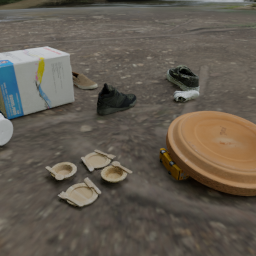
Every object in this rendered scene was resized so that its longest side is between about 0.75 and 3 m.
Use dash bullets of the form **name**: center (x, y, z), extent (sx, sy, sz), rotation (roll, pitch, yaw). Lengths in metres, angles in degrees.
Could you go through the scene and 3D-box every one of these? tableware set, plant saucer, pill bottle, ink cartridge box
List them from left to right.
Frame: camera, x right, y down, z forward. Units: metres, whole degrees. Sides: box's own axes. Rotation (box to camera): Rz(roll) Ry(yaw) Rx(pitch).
- **pill bottle**: center (-4.217, -0.077, 7.853), extent (1.911, 1.044, 1.044), rotation (13, 31, 22)
- **ink cartridge box**: center (-3.493, -1.722, 10.034), extent (2.522, 1.824, 1.856), rotation (-20, 33, -32)
- **tableware set**: center (-0.907, 1.072, 6.593), extent (1.865, 0.216, 1.558), rotation (-23, 36, -35)
- **plant saucer**: center (2.455, 0.399, 7.016), extent (2.973, 0.480, 2.973), rotation (6, 35, -4)

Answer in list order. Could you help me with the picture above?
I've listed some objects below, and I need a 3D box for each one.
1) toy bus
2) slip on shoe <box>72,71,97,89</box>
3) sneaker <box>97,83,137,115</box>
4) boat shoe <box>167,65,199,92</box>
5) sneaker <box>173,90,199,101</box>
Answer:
- **toy bus**: center (1.104, 0.855, 6.884), extent (0.383, 0.318, 0.977), rotation (-9, 30, -15)
- **slip on shoe**: center (-2.009, -2.088, 12.134), extent (1.652, 0.501, 0.628), rotation (24, 36, 36)
- **sneaker**: center (-0.351, -1.132, 9.899), extent (1.715, 0.982, 0.656), rotation (-18, 35, -33)
- **boat shoe**: center (2.426, -2.298, 12.206), extent (0.887, 0.799, 2.509), rotation (-8, 29, -15)
- **sneaker**: center (2.250, -1.188, 10.701), extent (0.998, 0.381, 0.402), rotation (-6, 39, -1)
